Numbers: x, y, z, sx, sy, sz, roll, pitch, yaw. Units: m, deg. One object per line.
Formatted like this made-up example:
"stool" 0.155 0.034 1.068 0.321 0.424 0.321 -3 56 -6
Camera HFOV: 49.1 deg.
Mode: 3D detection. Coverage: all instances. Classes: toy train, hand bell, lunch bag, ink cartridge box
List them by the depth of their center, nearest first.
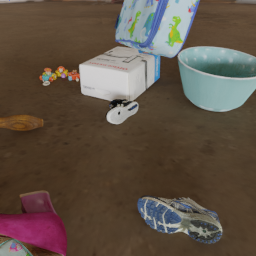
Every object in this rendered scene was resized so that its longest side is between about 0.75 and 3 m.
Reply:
"lunch bag" -1.928 2.329 4.039 1.087 0.523 1.356 24 39 35
"lunch bag" 0.714 -3.331 7.762 1.222 2.382 2.963 13 16 -23
"hand bell" -3.934 -0.184 7.977 2.907 1.514 1.514 0 28 -25
"ink cartridge box" -0.226 -2.222 11.150 2.132 1.231 2.921 14 33 23
"toy train" -2.931 -2.322 12.083 1.708 0.475 1.283 -16 33 -26

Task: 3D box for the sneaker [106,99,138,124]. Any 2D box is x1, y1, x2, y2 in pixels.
"sneaker" -0.407 -0.561 9.082 0.837 0.546 1.495 17 26 33

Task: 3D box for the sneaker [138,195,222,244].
"sneaker" 0.964 1.629 5.322 1.591 0.613 0.678 18 24 14

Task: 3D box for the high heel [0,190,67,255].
"high heel" -2.389 1.913 4.451 2.711 0.914 1.303 -17 44 -20

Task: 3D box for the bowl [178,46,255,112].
"bowl" 3.093 -1.627 9.710 2.933 1.534 2.933 2 34 -1
